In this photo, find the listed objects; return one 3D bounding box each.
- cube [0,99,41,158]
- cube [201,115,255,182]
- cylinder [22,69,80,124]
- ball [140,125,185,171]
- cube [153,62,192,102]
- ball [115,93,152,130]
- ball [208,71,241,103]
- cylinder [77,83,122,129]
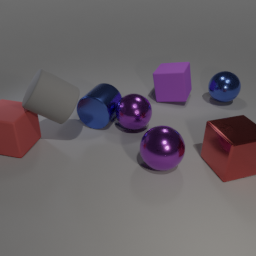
[{"bbox_3d":[-4.041,-0.009,9.675,1.400,1.400,1.400,9,33,11],"label":"cube"},{"bbox_3d":[3.300,0.597,8.711,1.400,1.400,1.400,-9,33,-15],"label":"cube"},{"bbox_3d":[-2.557,-1.029,9.312,1.400,1.400,1.400,26,20,-28],"label":"cylinder"},{"bbox_3d":[1.061,0.622,8.680,1.400,1.400,1.400,0,31,0],"label":"ball"},{"bbox_3d":[2.072,-2.122,12.886,1.400,1.400,1.400,2,31,23],"label":"cube"},{"bbox_3d":[0.220,-0.616,10.707,1.400,1.400,1.400,0,31,0],"label":"ball"},{"bbox_3d":[4.333,-1.849,12.608,1.400,1.400,1.400,0,31,0],"label":"ball"},{"bbox_3d":[-1.106,-0.889,11.145,1.400,1.400,1.400,11,33,17],"label":"cylinder"}]
